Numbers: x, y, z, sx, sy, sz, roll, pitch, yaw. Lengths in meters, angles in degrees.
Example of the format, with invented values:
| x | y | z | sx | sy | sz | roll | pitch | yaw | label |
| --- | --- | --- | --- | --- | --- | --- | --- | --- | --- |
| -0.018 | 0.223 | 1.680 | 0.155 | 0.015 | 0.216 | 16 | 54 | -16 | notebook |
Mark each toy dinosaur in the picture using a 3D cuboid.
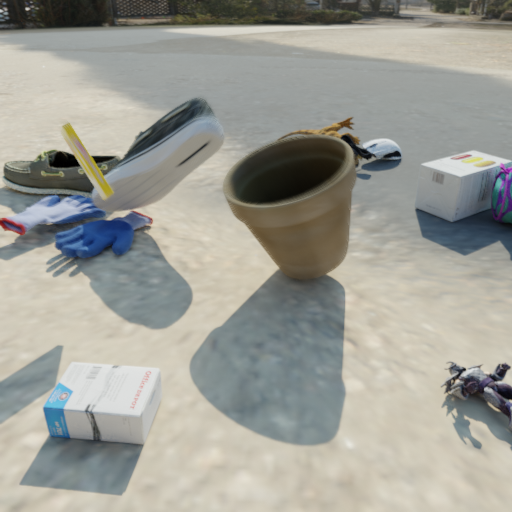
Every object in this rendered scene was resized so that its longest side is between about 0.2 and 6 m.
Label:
| x | y | z | sx | sy | sz | roll | pitch | yaw | label |
| --- | --- | --- | --- | --- | --- | --- | --- | --- | --- |
| 1.748 | -2.964 | 13.812 | 1.393 | 0.792 | 2.623 | -18 | 32 | -28 | toy dinosaur |

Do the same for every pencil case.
| x | y | z | sx | sy | sz | roll | pitch | yaw | label |
| --- | --- | --- | --- | --- | --- | --- | --- | --- | --- |
| 5.324 | -0.977 | 9.645 | 2.300 | 1.063 | 0.979 | 6 | 29 | 13 | pencil case |

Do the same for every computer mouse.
| x | y | z | sx | sy | sz | roll | pitch | yaw | label |
| --- | --- | --- | --- | --- | --- | --- | --- | --- | --- |
| 2.798 | -2.536 | 13.068 | 1.657 | 0.364 | 0.909 | -8 | 40 | -35 | computer mouse |

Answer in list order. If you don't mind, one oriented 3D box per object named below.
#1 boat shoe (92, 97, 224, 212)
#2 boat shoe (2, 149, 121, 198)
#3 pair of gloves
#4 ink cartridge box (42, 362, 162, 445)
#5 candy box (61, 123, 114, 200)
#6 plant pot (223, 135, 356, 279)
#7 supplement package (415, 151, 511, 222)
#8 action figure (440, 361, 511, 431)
| x | y | z | sx | sy | sz | roll | pitch | yaw | label |
| --- | --- | --- | --- | --- | --- | --- | --- | --- | --- |
| -1.710 | -1.689 | 9.608 | 2.715 | 0.978 | 0.963 | -27 | 59 | 20 | boat shoe |
| -3.888 | -1.714 | 11.282 | 2.865 | 0.856 | 1.024 | 9 | 29 | 17 | boat shoe |
| -2.979 | -0.528 | 9.572 | 2.400 | 0.273 | 1.929 | 21 | 30 | 25 | pair of gloves |
| -1.505 | 1.460 | 5.620 | 0.972 | 0.417 | 0.712 | 4 | 28 | 6 | ink cartridge box |
| -2.261 | -1.244 | 7.483 | 0.139 | 1.050 | 0.537 | -34 | 13 | -15 | candy box |
| 0.632 | -0.588 | 7.942 | 1.820 | 1.579 | 1.820 | -14 | 35 | 10 | plant pot |
| 3.899 | -1.345 | 10.543 | 1.602 | 0.878 | 0.911 | -18 | 32 | -32 | supplement package |
| 2.467 | 1.388 | 5.797 | 0.782 | 0.417 | 1.202 | -23 | 31 | -27 | action figure |
